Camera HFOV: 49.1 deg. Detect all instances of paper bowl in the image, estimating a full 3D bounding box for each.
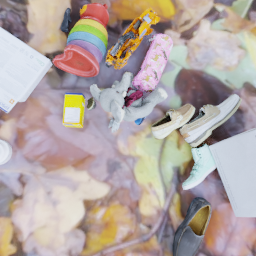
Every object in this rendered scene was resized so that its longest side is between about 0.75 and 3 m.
[{"bbox_3d":[-5.156,0.949,11.057,0.990,0.515,0.990,0,81,-1],"label":"paper bowl"}]

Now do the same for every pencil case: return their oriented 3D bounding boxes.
[{"bbox_3d":[1.009,-2.607,11.346,1.040,0.995,2.404,23,78,-8],"label":"pencil case"}]

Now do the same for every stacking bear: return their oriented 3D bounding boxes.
[{"bbox_3d":[-1.590,-3.745,11.329,1.700,1.816,2.990,26,67,-31],"label":"stacking bear"}]

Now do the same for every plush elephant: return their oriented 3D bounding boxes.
[{"bbox_3d":[-0.231,-1.141,10.518,2.141,2.013,2.600,40,91,27],"label":"plush elephant"}]

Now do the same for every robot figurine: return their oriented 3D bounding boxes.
[{"bbox_3d":[0.108,-3.440,11.149,0.791,1.971,2.719,38,77,-4],"label":"robot figurine"}]

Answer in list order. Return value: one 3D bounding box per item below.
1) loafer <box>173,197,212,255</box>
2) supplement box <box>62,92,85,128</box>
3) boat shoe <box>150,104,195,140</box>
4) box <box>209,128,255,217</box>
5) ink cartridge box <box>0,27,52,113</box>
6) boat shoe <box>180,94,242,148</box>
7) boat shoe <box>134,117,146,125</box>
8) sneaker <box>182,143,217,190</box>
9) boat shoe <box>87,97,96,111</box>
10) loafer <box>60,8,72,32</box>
[{"bbox_3d":[2.359,3.849,10.334,0.959,0.952,2.634,20,82,2],"label":"loafer"},{"bbox_3d":[-2.155,-0.702,11.235,0.703,0.707,1.291,3,80,1],"label":"supplement box"},{"bbox_3d":[1.762,-0.368,11.051,2.021,0.748,0.671,-39,120,-9],"label":"boat shoe"},{"bbox_3d":[4.770,1.388,9.599,1.874,2.868,2.853,-14,80,-25],"label":"box"},{"bbox_3d":[-5.054,-2.364,11.550,2.781,0.566,2.786,34,80,5],"label":"ink cartridge box"},{"bbox_3d":[3.256,-0.476,11.031,2.766,1.034,0.946,-42,89,-6],"label":"boat shoe"},{"bbox_3d":[0.593,-0.658,11.404,0.482,0.393,1.145,32,89,26],"label":"boat shoe"},{"bbox_3d":[2.587,1.443,10.855,1.945,0.716,1.147,-38,88,-16],"label":"sneaker"},{"bbox_3d":[-1.342,-0.870,10.548,0.345,0.966,0.317,-36,115,10],"label":"boat shoe"},{"bbox_3d":[-2.609,-4.654,12.098,0.379,0.366,1.079,14,85,-3],"label":"loafer"}]
